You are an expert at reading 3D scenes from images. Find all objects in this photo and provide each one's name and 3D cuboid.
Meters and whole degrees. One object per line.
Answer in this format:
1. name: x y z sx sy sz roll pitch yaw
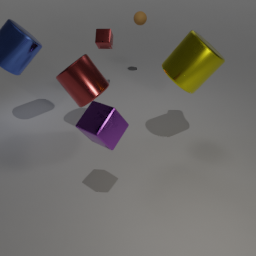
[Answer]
1. cylinder: 2.014 -2.040 8.734 1.400 1.400 1.400 32 28 -20
2. ball: 0.644 -5.771 14.735 0.700 0.700 0.700 0 31 0
3. cube: -1.113 -4.205 13.235 0.700 0.700 0.700 2 -8 8
4. cube: -0.547 -0.055 6.047 0.700 0.700 0.700 21 71 38
5. cylinder: -4.038 -2.842 9.949 1.400 1.400 1.400 -48 37 7
6. cylinder: -1.632 -1.702 10.155 1.400 1.400 1.400 -35 16 12
